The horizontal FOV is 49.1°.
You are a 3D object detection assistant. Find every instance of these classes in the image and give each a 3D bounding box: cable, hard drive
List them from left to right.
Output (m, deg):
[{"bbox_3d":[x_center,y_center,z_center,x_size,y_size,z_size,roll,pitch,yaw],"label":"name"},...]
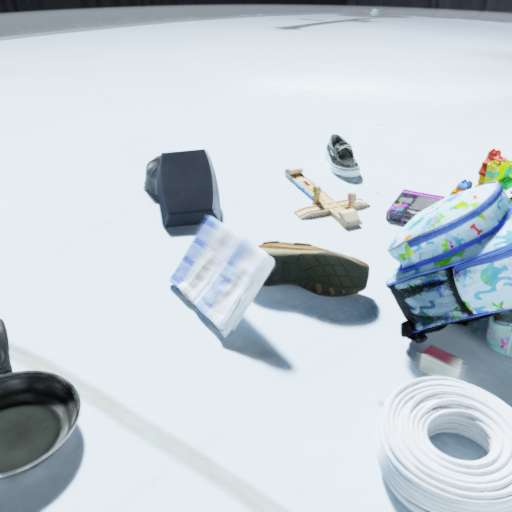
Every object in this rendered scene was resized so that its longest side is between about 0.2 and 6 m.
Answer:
[{"bbox_3d":[-1.639,-1.687,13.419,1.470,0.461,2.180,-6,55,-7],"label":"hard drive"},{"bbox_3d":[2.550,2.434,7.117,2.046,0.708,2.046,6,32,10],"label":"cable"}]

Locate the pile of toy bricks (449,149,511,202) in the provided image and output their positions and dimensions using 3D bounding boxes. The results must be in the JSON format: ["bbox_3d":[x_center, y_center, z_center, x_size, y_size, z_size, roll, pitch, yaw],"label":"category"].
[{"bbox_3d":[5.464,-1.579,12.896,1.796,1.598,3.238,26,40,36],"label":"pile of toy bricks"}]

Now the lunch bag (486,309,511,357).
[{"bbox_3d":[4.772,1.200,9.201,1.748,0.674,1.402,15,31,22],"label":"lunch bag"}]

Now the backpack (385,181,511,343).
[{"bbox_3d":[3.593,-0.052,9.098,2.601,1.912,2.381,-19,13,44],"label":"backpack"}]

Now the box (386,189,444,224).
[{"bbox_3d":[3.841,-1.152,13.500,1.046,0.264,1.463,15,33,25],"label":"box"}]

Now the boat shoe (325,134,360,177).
[{"bbox_3d":[2.386,-2.881,15.885,0.750,0.738,2.081,-7,32,-11],"label":"boat shoe"}]

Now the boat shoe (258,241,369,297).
[{"bbox_3d":[0.949,0.115,10.791,2.451,0.927,0.905,9,29,13],"label":"boat shoe"}]

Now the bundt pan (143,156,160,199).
[{"bbox_3d":[-2.011,-2.198,14.767,1.987,0.746,1.987,1,32,0],"label":"bundt pan"}]

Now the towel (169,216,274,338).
[{"bbox_3d":[-0.693,0.288,10.118,0.258,1.594,2.171,29,5,-43],"label":"towel"}]

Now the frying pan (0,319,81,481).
[{"bbox_3d":[-3.802,2.073,7.933,3.190,0.519,1.930,24,38,37],"label":"frying pan"}]

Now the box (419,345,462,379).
[{"bbox_3d":[2.866,1.685,8.710,0.541,0.346,0.295,25,40,35],"label":"box"}]

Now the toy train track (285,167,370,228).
[{"bbox_3d":[1.598,-1.687,14.122,1.908,0.541,3.327,-12,33,-19],"label":"toy train track"}]
